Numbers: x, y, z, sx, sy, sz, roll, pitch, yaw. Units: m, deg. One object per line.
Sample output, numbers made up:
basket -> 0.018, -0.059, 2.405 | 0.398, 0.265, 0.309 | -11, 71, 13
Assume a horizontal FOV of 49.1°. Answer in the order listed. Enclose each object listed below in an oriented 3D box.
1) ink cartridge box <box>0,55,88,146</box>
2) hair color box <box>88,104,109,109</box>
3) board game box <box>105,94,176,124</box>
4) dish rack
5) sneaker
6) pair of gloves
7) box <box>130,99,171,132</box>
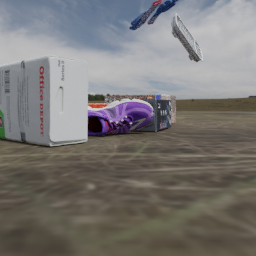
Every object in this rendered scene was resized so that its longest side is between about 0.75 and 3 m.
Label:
ink cartridge box -> -2.073, -0.595, 6.491 | 2.470, 1.803, 1.038 | 5, 6, 41
hair color box -> -1.030, -0.435, 10.161 | 1.511, 0.912, 2.977 | 2, 6, 32
board game box -> 0.587, -0.792, 12.441 | 2.618, 1.268, 2.087 | 1, 4, 25
dish rack -> 2.427, -3.739, 11.805 | 0.444, 2.039, 1.750 | -29, 28, 28
sneaker -> -0.460, -0.128, 7.818 | 2.589, 1.044, 1.080 | -10, 22, -14
pair of gloves -> 0.857, -3.829, 9.431 | 1.822, 0.208, 1.465 | -35, 2, -38
box -> 0.709, -0.479, 9.738 | 1.224, 1.062, 2.003 | 2, 5, 21
